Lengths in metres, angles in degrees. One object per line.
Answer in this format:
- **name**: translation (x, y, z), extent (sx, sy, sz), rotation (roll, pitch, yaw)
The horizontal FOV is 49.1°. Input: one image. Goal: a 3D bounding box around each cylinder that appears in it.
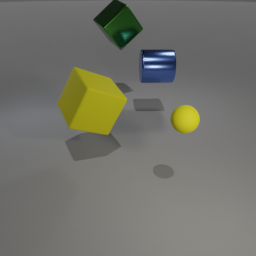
- **cylinder**: translation (1.227, -2.639, 11.999), extent (1.400, 1.400, 1.400), rotation (-1, 28, -4)

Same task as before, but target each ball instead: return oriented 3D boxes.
- **ball**: translation (1.400, -0.216, 6.894), extent (0.700, 0.700, 0.700), rotation (0, 28, 0)

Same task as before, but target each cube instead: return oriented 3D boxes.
- **cube**: translation (-0.455, -4.683, 12.669), extent (1.400, 1.400, 1.400), rotation (-42, 42, 4)
- **cube**: translation (-1.142, -0.815, 8.710), extent (1.400, 1.400, 1.400), rotation (11, 30, -37)
